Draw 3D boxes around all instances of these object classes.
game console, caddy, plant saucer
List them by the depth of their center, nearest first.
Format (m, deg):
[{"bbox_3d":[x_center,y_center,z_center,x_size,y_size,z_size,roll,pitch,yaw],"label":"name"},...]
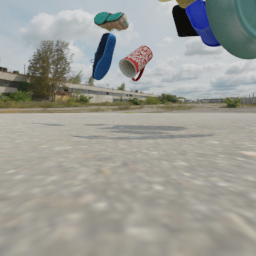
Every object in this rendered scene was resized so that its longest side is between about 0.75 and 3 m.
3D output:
[{"bbox_3d":[2.693,-2.681,5.745,2.473,2.473,0.445,-2,10,-25],"label":"plant saucer"},{"bbox_3d":[2.219,-2.827,7.017,1.214,1.717,0.901,-31,-40,28],"label":"caddy"},{"bbox_3d":[2.818,-3.731,8.886,2.461,1.432,2.165,4,-14,20],"label":"game console"}]

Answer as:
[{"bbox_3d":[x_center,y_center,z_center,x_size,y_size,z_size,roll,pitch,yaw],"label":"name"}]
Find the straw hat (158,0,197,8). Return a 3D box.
[{"bbox_3d":[1.185,-2.778,5.822,1.121,1.121,0.475,4,-33,46],"label":"straw hat"}]

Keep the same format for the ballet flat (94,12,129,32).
[{"bbox_3d":[-0.680,-4.213,11.289,0.723,0.731,2.149,44,-6,-38],"label":"ballet flat"}]

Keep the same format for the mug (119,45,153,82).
[{"bbox_3d":[0.313,-2.495,10.748,0.822,1.233,1.094,36,-31,12],"label":"mug"}]

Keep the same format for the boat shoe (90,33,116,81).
[{"bbox_3d":[-0.914,-2.600,10.259,0.596,1.736,0.731,29,7,40],"label":"boat shoe"}]
